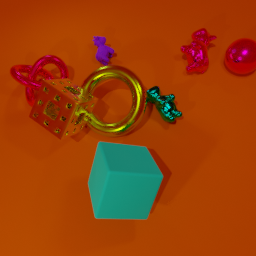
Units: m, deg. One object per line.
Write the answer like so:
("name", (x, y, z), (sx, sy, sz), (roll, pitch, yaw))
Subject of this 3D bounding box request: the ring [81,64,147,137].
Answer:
("ring", (-0.480, -0.785, 8.105), (2.095, 0.419, 2.095), (0, 90, 16))

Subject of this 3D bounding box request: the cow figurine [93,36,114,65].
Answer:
("cow figurine", (-0.932, -2.704, 9.676), (0.889, 0.496, 0.904), (29, 66, -7))

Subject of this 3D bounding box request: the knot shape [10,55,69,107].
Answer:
("knot shape", (-2.663, -1.595, 8.840), (1.646, 0.813, 1.759), (-32, 73, -16))

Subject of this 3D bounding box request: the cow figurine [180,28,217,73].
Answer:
("cow figurine", (2.455, -2.602, 9.497), (1.485, 0.829, 1.510), (-14, 91, -42))

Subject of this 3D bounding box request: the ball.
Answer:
("ball", (3.769, -2.350, 9.174), (1.149, 1.149, 1.149), (0, 59, 0))

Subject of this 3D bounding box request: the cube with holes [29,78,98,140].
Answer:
("cube with holes", (-1.729, -0.552, 7.606), (1.120, 1.120, 1.120), (34, 21, 11))

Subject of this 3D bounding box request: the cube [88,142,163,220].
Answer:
("cube", (-0.124, 1.208, 6.498), (1.256, 1.256, 1.256), (8, 25, -20))

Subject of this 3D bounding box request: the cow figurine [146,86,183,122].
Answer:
("cow figurine", (1.027, -0.704, 8.504), (0.665, 1.192, 1.211), (-30, 99, -16))
